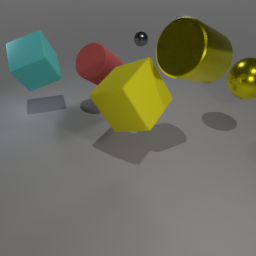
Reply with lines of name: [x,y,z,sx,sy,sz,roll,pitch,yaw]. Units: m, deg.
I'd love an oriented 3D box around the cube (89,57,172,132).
cube: [0.106,-0.864,7.737,1.400,1.400,1.400,-3,40,46]

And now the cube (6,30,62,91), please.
cube: [-3.537,-2.508,10.622,1.400,1.400,1.400,-21,63,3]

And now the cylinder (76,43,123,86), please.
cylinder: [-1.068,-2.379,10.871,1.400,1.400,1.400,19,0,28]

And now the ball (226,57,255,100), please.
ball: [4.034,-1.643,9.386,1.400,1.400,1.400,0,31,0]

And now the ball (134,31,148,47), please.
ball: [0.632,-4.287,13.502,0.700,0.700,0.700,0,31,0]

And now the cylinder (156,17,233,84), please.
cylinder: [1.651,-1.859,6.957,1.400,1.400,1.400,0,23,-47]
